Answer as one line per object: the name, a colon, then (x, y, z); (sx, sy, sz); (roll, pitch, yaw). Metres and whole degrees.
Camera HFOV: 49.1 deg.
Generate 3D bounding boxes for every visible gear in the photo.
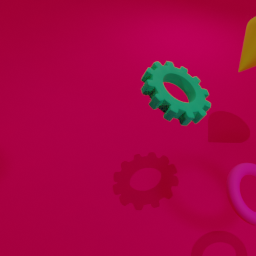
gear: (1.108, -0.827, 6.425); (1.659, 0.307, 1.659); (15, 50, -19)

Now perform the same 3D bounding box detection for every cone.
cone: (3.389, -1.984, 7.507); (1.376, 1.376, 1.381); (38, 80, 29)

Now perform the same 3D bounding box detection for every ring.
ring: (2.425, 1.262, 5.410); (1.208, 0.242, 1.208); (9, 64, -18)
